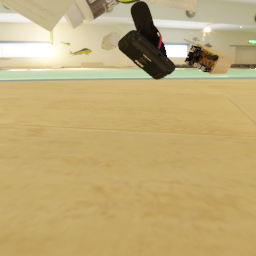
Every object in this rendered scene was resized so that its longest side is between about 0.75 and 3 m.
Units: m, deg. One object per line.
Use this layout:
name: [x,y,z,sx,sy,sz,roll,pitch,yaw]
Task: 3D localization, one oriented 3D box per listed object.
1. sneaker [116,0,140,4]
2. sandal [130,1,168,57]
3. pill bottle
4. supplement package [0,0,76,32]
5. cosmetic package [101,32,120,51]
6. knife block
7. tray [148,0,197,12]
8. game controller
sneaker: [0.889,-3.396,6.003,2.723,1.006,1.102,-29,-9,0]
sandal: [0.638,-2.717,8.288,0.753,2.006,0.452,-28,23,-6]
pill bottle: [-0.993,-3.920,8.182,2.136,1.215,1.215,-34,19,-2]
supplement package: [-1.187,-2.664,3.747,1.597,1.602,2.731,27,-6,-25]
cosmetic package: [-0.729,-3.532,11.450,0.379,0.536,1.036,13,2,-27]
knife block: [2.212,-1.692,7.285,1.595,0.510,1.401,16,27,-14]
tray: [1.403,-4.379,8.972,1.874,1.006,0.208,24,61,28]
game controller: [0.390,-1.504,5.923,1.289,0.271,0.672,36,-26,-23]
